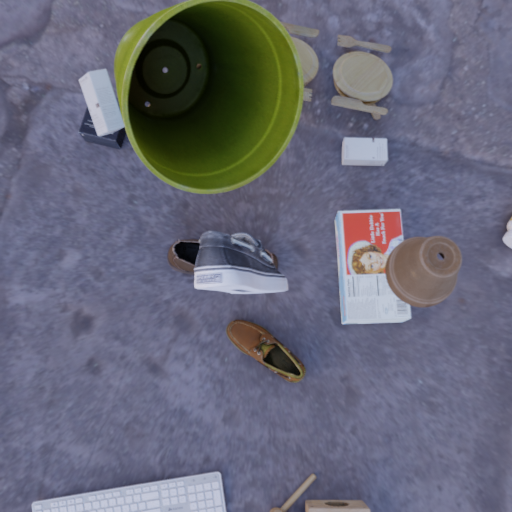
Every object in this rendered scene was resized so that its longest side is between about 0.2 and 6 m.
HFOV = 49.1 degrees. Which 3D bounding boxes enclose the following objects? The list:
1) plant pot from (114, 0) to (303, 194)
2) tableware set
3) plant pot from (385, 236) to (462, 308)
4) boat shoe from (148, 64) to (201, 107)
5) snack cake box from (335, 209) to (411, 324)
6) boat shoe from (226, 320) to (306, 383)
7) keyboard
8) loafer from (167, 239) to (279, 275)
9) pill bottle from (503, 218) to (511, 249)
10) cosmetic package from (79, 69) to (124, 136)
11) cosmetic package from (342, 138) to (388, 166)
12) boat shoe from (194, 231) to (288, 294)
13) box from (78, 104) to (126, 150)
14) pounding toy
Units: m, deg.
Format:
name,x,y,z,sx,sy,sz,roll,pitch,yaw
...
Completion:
name,x,y,z,sx,sy,sz,roll,pitch,yaw
plant pot,-1.159,-2.880,9.374,2.893,2.893,2.785,-36,38,-7
tableware set,1.478,-3.985,12.383,3.029,0.607,2.002,11,66,-4
plant pot,2.309,0.136,7.472,0.985,0.859,0.985,1,74,-3
boat shoe,-1.687,-3.546,12.204,0.780,0.706,2.188,44,81,9
snack cake box,2.325,0.226,11.368,1.293,0.756,2.249,-2,78,1
boat shoe,0.209,1.824,11.091,1.834,0.623,0.660,32,80,6
keyboard,-2.399,4.912,10.653,3.622,0.193,1.019,-9,78,-2
loafer,-0.698,0.119,11.354,2.324,0.825,0.849,4,78,1
pill bottle,5.671,-0.706,11.612,0.678,0.678,1.206,37,82,7
cosmetic package,-2.614,-2.586,9.483,0.369,0.507,0.997,-26,104,-33
cosmetic package,2.330,-2.247,12.094,0.933,0.378,0.526,0,80,-1
boat shoe,-0.184,0.106,8.418,0.943,2.628,0.891,-4,83,22
box,-3.269,-2.868,12.162,0.843,0.503,0.857,14,78,3
pounding toy,1.149,4.921,10.320,1.818,0.832,1.597,1,78,0
